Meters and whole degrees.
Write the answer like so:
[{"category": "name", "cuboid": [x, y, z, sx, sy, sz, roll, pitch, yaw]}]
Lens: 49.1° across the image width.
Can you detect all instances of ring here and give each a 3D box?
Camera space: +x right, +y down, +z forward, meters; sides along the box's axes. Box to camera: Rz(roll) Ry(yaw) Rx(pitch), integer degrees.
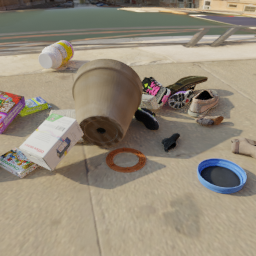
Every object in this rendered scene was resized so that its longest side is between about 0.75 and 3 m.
[{"category": "ring", "cuboid": [-0.074, 1.059, 9.719, 1.406, 0.135, 1.406, 0, 31, 0]}]

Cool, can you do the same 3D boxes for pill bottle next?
[{"category": "pill bottle", "cuboid": [-4.766, -4.817, 18.570, 1.428, 1.428, 2.739, 9, 31, 15]}]

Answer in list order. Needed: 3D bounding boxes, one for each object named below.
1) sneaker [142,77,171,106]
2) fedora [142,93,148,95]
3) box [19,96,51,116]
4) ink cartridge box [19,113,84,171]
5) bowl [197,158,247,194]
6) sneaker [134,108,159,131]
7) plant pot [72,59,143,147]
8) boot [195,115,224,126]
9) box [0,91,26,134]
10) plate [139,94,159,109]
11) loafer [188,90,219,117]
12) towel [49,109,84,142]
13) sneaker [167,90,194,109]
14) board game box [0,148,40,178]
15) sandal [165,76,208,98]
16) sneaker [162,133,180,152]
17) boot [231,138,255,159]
[{"category": "sneaker", "cuboid": [1.222, -1.853, 13.573, 1.117, 0.942, 2.553, 27, 18, -20]}, {"category": "fedora", "cuboid": [0.445, -1.429, 13.472, 1.185, 0.541, 1.185, 5, 11, -1]}, {"category": "box", "cuboid": [-4.477, -1.054, 13.154, 1.489, 0.355, 0.908, -23, 38, -33]}, {"category": "ink cartridge box", "cuboid": [-2.433, 0.403, 8.982, 1.197, 0.721, 1.647, 15, 52, 32]}, {"category": "bowl", "cuboid": [2.912, 1.494, 8.806, 1.482, 0.291, 1.482, 0, 30, 0]}, {"category": "sneaker", "cuboid": [0.926, -0.500, 11.901, 0.738, 0.639, 1.783, -16, 34, -25]}, {"category": "plant pot", "cuboid": [-0.874, -0.762, 10.645, 2.861, 2.861, 2.483, 2, 46, 3]}, {"category": "boot", "cuboid": [3.463, -0.382, 11.996, 1.096, 0.385, 0.801, -17, 27, -38]}, {"category": "box", "cuboid": [-6.222, -0.900, 11.923, 2.956, 0.578, 2.023, 13, 44, 7]}, {"category": "plate", "cuboid": [0.602, -1.185, 12.751, 1.502, 0.243, 1.499, 9, -13, 16]}, {"category": "loafer", "cuboid": [3.664, -1.377, 13.192, 0.978, 0.855, 2.720, 18, 35, 28]}, {"category": "towel", "cuboid": [-2.538, -0.096, 11.456, 1.606, 0.418, 2.424, -3, 31, -3]}, {"category": "sneaker", "cuboid": [2.452, -1.389, 13.596, 0.784, 0.758, 1.880, 7, 18, 42]}, {"category": "board game box", "cuboid": [-3.712, 1.147, 9.453, 1.345, 0.233, 0.849, 18, 35, 28]}, {"category": "sandal", "cuboid": [2.935, -2.054, 14.620, 2.714, 0.741, 1.109, -29, 32, -18]}, {"category": "sneaker", "cuboid": [1.668, 0.540, 10.471, 1.010, 0.303, 0.527, -22, 36, -25]}, {"category": "boot", "cuboid": [4.178, 0.801, 9.926, 0.977, 0.469, 1.336, 0, 28, 13]}]
